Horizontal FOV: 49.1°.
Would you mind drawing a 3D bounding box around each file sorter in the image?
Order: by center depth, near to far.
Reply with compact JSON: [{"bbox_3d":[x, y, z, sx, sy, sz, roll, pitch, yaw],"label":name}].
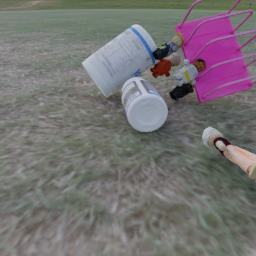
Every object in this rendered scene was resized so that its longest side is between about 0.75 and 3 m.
[{"bbox_3d":[2.884,-2.428,8.473,1.858,2.674,1.677,-16,-6,-7],"label":"file sorter"}]

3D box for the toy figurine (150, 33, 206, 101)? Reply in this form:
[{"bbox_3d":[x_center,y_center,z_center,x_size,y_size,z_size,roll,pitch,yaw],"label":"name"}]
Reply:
[{"bbox_3d":[1.680,-1.997,9.261,1.219,1.726,1.753,-34,72,-10],"label":"toy figurine"}]

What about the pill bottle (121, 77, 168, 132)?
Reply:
[{"bbox_3d":[0.387,-0.762,8.073,1.084,1.084,1.906,-4,27,-7],"label":"pill bottle"}]

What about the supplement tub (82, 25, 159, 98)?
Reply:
[{"bbox_3d":[-0.225,-2.261,9.513,2.283,1.506,1.506,-37,33,-1],"label":"supplement tub"}]

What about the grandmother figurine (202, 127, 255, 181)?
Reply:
[{"bbox_3d":[2.217,0.498,5.991,0.521,1.044,1.722,-44,37,3],"label":"grandmother figurine"}]
